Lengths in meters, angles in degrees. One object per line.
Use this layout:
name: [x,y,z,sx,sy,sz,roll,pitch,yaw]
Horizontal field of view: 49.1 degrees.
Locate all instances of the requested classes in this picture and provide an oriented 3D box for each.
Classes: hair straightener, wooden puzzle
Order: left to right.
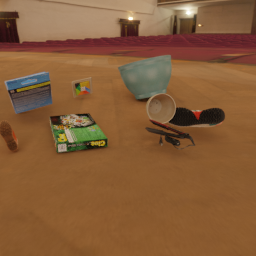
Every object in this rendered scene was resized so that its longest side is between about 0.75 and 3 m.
wooden puzzle: [-1.910,-1.697,11.852,0.901,0.834,0.168,-20,49,-20]
hair straightener: [0.975,0.229,6.748,1.362,0.524,0.279,24,-10,32]

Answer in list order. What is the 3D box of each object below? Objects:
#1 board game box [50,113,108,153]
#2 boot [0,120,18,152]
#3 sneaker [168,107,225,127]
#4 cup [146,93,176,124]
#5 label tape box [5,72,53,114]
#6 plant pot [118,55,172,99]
board game box: [-1.480,0.051,7.882,1.286,0.288,2.454,-3,19,-18]
boot: [-2.897,0.171,6.829,0.292,0.779,0.418,-18,11,-11]
sneaker: [1.843,-0.222,7.782,1.595,0.561,0.745,-1,-16,15]
cup: [0.810,-0.553,7.557,0.798,0.798,0.571,-5,12,-13]
label tape box: [-3.236,-1.303,9.171,1.315,1.835,0.607,-19,67,-20]
plant pot: [0.814,-2.002,11.502,2.193,1.470,2.193,-13,8,2]
